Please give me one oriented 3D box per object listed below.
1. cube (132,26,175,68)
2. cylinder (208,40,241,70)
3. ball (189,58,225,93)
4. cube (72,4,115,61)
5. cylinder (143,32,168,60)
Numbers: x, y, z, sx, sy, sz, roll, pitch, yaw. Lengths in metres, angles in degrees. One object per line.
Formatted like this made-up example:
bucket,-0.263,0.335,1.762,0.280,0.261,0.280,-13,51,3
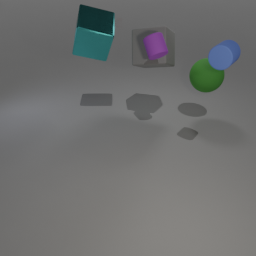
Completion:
cube,1.050,-3.210,11.318,1.400,1.400,1.400,3,8,23
cylinder,2.746,-2.084,7.976,0.700,0.700,0.700,20,37,31
ball,3.260,-2.176,11.605,1.400,1.400,1.400,0,30,0
cube,-1.367,-3.738,11.105,1.400,1.400,1.400,8,58,-14
cylinder,0.950,-2.804,9.623,0.700,0.700,0.700,-18,-2,-1
